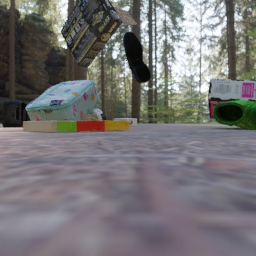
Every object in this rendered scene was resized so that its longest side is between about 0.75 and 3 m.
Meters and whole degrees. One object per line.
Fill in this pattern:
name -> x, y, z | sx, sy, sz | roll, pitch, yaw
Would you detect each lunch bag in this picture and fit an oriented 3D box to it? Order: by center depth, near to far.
lunch bag -> -2.241, -0.871, 9.647 | 1.940, 0.932, 2.419 | 0, 29, 21

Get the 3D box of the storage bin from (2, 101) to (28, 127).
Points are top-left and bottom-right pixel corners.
storage bin -> -5.109, -0.613, 12.749 | 0.803, 1.157, 1.712 | 0, 1, -11

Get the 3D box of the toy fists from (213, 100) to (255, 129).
toy fists -> 4.162, -0.403, 8.702 | 2.811, 0.967, 1.433 | 3, 10, 45

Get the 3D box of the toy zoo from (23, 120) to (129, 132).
toy zoo -> -1.190, -0.065, 7.439 | 2.604, 0.266, 1.709 | -1, 2, -40

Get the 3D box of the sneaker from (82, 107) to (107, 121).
sneaker -> -1.774, -0.226, 10.117 | 1.230, 0.807, 2.138 | -24, 21, -38

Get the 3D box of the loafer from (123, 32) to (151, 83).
loafer -> 0.192, -2.372, 9.629 | 0.650, 1.786, 0.646 | -18, 5, -20

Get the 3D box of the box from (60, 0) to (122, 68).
box -> -1.156, -2.985, 8.234 | 0.464, 1.522, 1.888 | -4, -31, -47

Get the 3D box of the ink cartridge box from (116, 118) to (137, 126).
ink cartridge box -> -0.167, -0.305, 15.416 | 0.760, 0.437, 1.298 | 1, 1, 36

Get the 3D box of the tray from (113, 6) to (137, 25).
tray -> -0.233, -4.410, 11.046 | 0.833, 0.172, 1.552 | 27, 9, 14

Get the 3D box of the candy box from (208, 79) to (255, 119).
candy box -> 4.607, -0.975, 10.555 | 2.989, 0.912, 2.038 | 4, -17, 20
